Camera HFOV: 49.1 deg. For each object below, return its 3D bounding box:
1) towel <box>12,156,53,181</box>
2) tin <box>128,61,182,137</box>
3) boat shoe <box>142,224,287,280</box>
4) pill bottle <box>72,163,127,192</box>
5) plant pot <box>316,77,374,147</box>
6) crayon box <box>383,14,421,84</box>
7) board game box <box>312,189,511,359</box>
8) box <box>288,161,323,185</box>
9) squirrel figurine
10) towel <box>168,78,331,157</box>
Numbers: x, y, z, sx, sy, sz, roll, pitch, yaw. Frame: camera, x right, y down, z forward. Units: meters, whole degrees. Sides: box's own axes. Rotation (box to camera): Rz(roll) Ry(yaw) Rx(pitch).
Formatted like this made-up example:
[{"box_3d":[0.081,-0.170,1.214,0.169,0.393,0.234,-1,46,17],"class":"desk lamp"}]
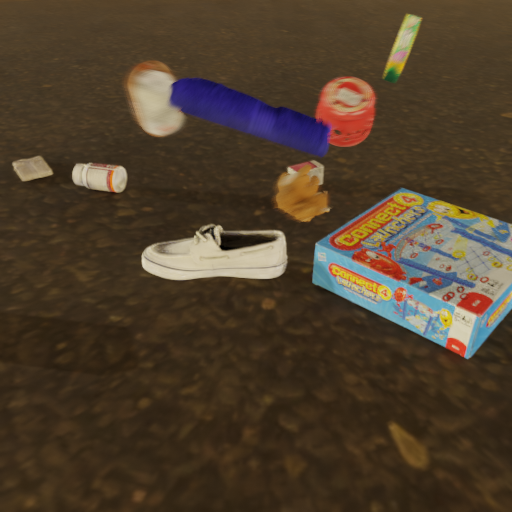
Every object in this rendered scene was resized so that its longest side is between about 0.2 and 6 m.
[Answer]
[{"box_3d":[-5.752,-2.256,14.362,0.770,0.200,1.162,-21,38,-28],"class":"towel"},{"box_3d":[-2.106,-3.250,11.764,0.952,1.699,0.356,-21,52,-10],"class":"tin"},{"box_3d":[-0.785,-0.125,10.393,2.717,0.893,0.978,4,33,6],"class":"boat shoe"},{"box_3d":[-3.738,-1.883,13.383,1.138,0.623,0.623,8,34,12],"class":"pill bottle"},{"box_3d":[2.020,-3.280,12.546,1.269,1.155,1.269,0,68,1],"class":"plant pot"},{"box_3d":[2.879,-4.077,11.078,0.293,1.006,0.868,21,-5,5],"class":"crayon box"},{"box_3d":[3.141,0.081,10.090,3.024,0.863,3.089,26,41,34],"class":"board game box"},{"box_3d":[1.196,-1.956,13.615,0.778,0.497,0.424,-18,37,-26],"class":"box"},{"box_3d":[0.735,-0.853,8.696,0.608,0.802,0.859,-17,37,45],"class":"squirrel figurine"},{"box_3d":[-0.050,-2.318,9.117,2.572,0.637,1.899,17,12,-4],"class":"towel"}]
